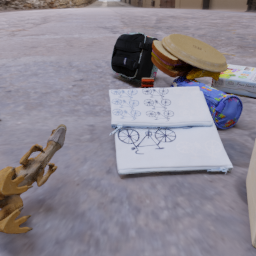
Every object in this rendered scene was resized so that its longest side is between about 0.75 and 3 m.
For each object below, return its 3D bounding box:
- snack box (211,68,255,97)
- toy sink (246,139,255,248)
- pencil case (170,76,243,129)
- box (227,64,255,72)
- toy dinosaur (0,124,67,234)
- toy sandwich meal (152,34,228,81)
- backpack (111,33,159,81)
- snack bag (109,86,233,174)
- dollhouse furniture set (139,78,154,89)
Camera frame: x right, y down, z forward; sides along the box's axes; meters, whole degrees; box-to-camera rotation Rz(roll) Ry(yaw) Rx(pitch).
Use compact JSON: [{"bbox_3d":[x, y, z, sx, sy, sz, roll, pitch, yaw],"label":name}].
[{"bbox_3d":[4.323,-1.651,10.176,2.172,0.575,1.544,16,32,28],"label":"snack box"},{"bbox_3d":[2.540,1.019,4.530,0.936,1.089,1.671,8,28,15],"label":"toy sink"},{"bbox_3d":[2.145,-0.862,8.216,1.056,0.949,2.432,20,14,-34],"label":"pencil case"},{"bbox_3d":[4.810,-2.134,11.227,1.887,0.464,0.776,15,31,27],"label":"box"},{"bbox_3d":[-2.007,1.043,4.324,2.954,0.892,1.569,-34,20,-22],"label":"toy dinosaur"},{"bbox_3d":[2.012,-2.225,9.119,2.538,0.869,2.538,15,35,-11],"label":"toy sandwich meal"},{"bbox_3d":[0.277,-2.823,11.156,1.553,1.831,2.062,5,13,-43],"label":"backpack"},{"bbox_3d":[0.830,-0.054,6.514,2.522,0.286,2.675,-1,47,-5],"label":"snack bag"},{"bbox_3d":[0.589,-0.939,8.600,1.510,0.778,1.494,1,28,2],"label":"dollhouse furniture set"}]
